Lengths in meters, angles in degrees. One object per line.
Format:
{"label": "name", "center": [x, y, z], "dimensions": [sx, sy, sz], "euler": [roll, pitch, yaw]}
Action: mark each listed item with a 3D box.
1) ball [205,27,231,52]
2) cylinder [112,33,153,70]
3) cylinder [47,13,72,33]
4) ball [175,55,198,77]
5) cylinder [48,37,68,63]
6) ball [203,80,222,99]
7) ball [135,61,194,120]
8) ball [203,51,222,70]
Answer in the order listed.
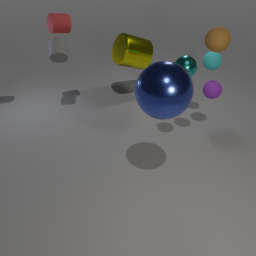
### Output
{"label": "ball", "center": [2.550, -2.508, 7.951], "dimensions": [0.700, 0.700, 0.700], "euler": [0, 32, 0]}
{"label": "cylinder", "center": [0.197, -3.460, 12.731], "dimensions": [1.400, 1.400, 1.400], "euler": [3, 26, -33]}
{"label": "cylinder", "center": [-2.567, -3.901, 10.444], "dimensions": [0.700, 0.700, 0.700], "euler": [-13, 34, -32]}
{"label": "ball", "center": [1.726, -1.820, 8.401], "dimensions": [0.700, 0.700, 0.700], "euler": [0, 32, 0]}
{"label": "cylinder", "center": [-2.656, -2.963, 10.686], "dimensions": [0.700, 0.700, 0.700], "euler": [-6, 72, -9]}
{"label": "ball", "center": [3.167, -1.441, 10.516], "dimensions": [0.700, 0.700, 0.700], "euler": [0, 32, 0]}
{"label": "ball", "center": [0.863, -0.899, 6.743], "dimensions": [1.400, 1.400, 1.400], "euler": [0, 32, 0]}
{"label": "ball", "center": [3.178, -2.543, 10.579], "dimensions": [0.700, 0.700, 0.700], "euler": [0, 32, 0]}
